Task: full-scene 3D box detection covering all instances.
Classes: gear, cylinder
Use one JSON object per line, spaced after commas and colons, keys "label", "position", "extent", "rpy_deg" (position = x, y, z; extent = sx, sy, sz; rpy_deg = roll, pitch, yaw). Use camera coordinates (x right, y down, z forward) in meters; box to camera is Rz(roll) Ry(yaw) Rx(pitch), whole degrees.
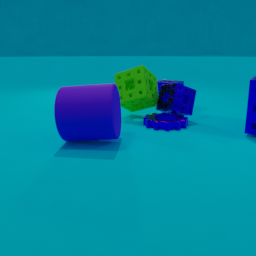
{"label": "gear", "position": [1.079, -0.200, 8.066], "extent": [1.256, 0.232, 1.256], "rpy_deg": [0, 16, 0]}
{"label": "cylinder", "position": [-0.869, -0.351, 6.479], "extent": [1.278, 1.278, 1.278], "rpy_deg": [-3, 15, 7]}

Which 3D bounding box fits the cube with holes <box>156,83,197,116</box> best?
{"label": "cube with holes", "position": [1.460, -0.844, 8.511], "extent": [0.786, 0.786, 0.786], "rpy_deg": [15, -6, -30]}

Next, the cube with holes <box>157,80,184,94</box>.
{"label": "cube with holes", "position": [1.565, -1.363, 10.937], "extent": [0.907, 0.907, 0.907], "rpy_deg": [10, 19, 32]}

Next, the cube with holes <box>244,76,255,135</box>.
{"label": "cube with holes", "position": [3.834, -0.596, 6.994], "extent": [1.359, 1.359, 1.359], "rpy_deg": [10, 22, 32]}

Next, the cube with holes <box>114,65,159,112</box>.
{"label": "cube with holes", "position": [0.289, -1.207, 8.886], "extent": [1.018, 1.018, 1.018], "rpy_deg": [-12, -17, 27]}
